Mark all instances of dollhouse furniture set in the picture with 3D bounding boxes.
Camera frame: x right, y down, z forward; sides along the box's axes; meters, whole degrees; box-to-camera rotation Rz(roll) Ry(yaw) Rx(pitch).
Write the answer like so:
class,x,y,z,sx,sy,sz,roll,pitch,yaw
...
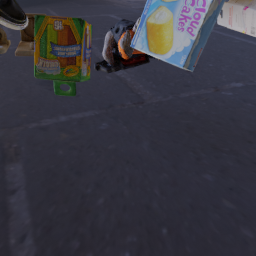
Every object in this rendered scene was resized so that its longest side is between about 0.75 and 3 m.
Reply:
class,x,y,z,sx,sy,sz,roll,pitch,yaw
dollhouse furniture set,-3.740,-3.717,8.345,2.629,2.764,2.252,-5,26,-15

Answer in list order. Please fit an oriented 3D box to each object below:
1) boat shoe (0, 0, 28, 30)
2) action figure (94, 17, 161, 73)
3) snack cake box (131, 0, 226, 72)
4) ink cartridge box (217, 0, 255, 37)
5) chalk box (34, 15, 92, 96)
class,x,y,z,sx,sy,sz,roll,pitch,yaw
boat shoe,-2.952,-3.002,6.019,0.648,1.956,0.684,-20,33,49
action figure,0.532,-2.426,7.417,2.956,1.546,2.860,-20,25,-17
snack cake box,0.532,-1.149,2.646,0.611,1.063,0.357,29,17,24
ink cartridge box,2.803,-2.697,6.649,1.308,0.753,0.444,35,74,32
chalk box,-1.359,-1.477,6.004,0.994,1.593,0.987,4,12,4
